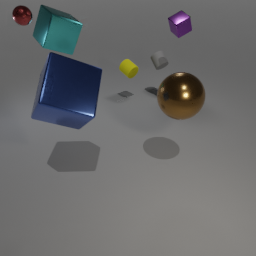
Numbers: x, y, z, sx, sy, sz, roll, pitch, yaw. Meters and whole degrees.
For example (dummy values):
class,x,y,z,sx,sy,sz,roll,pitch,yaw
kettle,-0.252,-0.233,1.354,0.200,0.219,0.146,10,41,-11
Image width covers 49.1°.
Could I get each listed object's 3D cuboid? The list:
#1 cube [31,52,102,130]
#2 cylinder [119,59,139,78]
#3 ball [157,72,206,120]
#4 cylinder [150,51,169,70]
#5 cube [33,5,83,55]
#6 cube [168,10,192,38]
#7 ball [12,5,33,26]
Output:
class,x,y,z,sx,sy,sz,roll,pitch,yaw
cube,-1.644,-0.903,7.442,1.400,1.400,1.400,14,-19,-23
cylinder,0.043,-2.925,13.830,0.700,0.700,0.700,-25,59,-38
ball,1.553,-0.935,8.233,1.400,1.400,1.400,0,29,0
cylinder,1.585,-3.404,14.104,0.700,0.700,0.700,-24,-8,-3
cube,-2.999,-4.137,11.858,1.400,1.400,1.400,3,32,-41
cube,2.215,-4.411,11.905,0.700,0.700,0.700,-30,50,-2
ball,-3.898,-4.152,10.348,0.700,0.700,0.700,0,29,0
